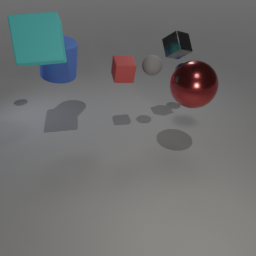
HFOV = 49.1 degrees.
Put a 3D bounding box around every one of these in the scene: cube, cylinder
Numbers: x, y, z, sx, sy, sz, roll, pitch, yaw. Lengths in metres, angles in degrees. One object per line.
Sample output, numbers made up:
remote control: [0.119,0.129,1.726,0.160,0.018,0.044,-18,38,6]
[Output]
cube: [-2.763,-2.724,8.787,1.400,1.400,1.400,-7,12,-7]
cube: [-0.163,-2.042,9.726,0.700,0.700,0.700,-2,43,-14]
cylinder: [-2.644,-2.620,10.628,1.400,1.400,1.400,7,36,-5]
cube: [1.743,-2.923,9.915,0.700,0.700,0.700,-5,-9,-41]

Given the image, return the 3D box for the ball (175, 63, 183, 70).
ball: [2.298,-2.354,11.645,0.700,0.700,0.700,0,30,0]

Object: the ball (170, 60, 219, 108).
ball: [1.943,-1.281,8.280,1.400,1.400,1.400,0,30,0]

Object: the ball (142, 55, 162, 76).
ball: [0.832,-2.156,9.636,0.700,0.700,0.700,0,30,0]
